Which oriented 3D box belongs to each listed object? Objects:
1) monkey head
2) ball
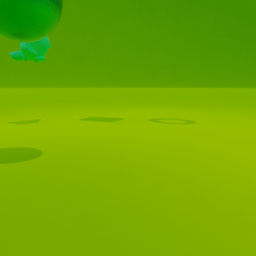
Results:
[{"bbox_3d":[-2.576,-2.163,7.305,0.985,0.825,1.370,-4,-12,19],"label":"monkey head"},{"bbox_3d":[-1.283,-1.534,3.343,0.984,0.984,0.984,0,9,0],"label":"ball"}]
